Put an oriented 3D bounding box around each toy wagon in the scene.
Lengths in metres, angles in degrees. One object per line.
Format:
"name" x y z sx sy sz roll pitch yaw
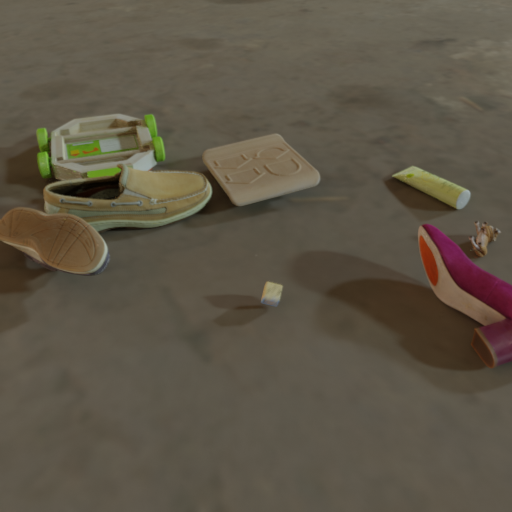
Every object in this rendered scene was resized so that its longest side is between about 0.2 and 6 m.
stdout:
"toy wagon" -3.440 -2.244 12.520 2.696 0.688 3.475 -11 41 -13

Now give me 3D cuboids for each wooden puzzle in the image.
"wooden puzzle" 0.064 -1.795 12.013 1.958 0.489 2.114 -17 42 -14

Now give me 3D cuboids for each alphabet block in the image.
"alphabet block" 0.251 0.622 9.058 0.279 0.281 0.286 14 66 -3

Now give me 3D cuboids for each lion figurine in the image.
"lion figurine" 4.155 -0.257 10.281 0.342 0.578 0.945 6 50 45

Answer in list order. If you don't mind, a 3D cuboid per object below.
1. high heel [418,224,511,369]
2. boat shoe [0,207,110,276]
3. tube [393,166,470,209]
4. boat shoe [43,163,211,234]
"high heel" 3.664 0.446 8.919 1.351 0.947 2.810 -16 55 -5
"boat shoe" -3.396 -0.188 9.649 2.583 0.837 0.929 14 70 29
"tube" 3.700 -1.504 11.835 0.486 0.435 1.675 20 14 -43
"boat shoe" -2.390 -1.206 10.693 3.182 1.212 1.140 -15 51 -16
